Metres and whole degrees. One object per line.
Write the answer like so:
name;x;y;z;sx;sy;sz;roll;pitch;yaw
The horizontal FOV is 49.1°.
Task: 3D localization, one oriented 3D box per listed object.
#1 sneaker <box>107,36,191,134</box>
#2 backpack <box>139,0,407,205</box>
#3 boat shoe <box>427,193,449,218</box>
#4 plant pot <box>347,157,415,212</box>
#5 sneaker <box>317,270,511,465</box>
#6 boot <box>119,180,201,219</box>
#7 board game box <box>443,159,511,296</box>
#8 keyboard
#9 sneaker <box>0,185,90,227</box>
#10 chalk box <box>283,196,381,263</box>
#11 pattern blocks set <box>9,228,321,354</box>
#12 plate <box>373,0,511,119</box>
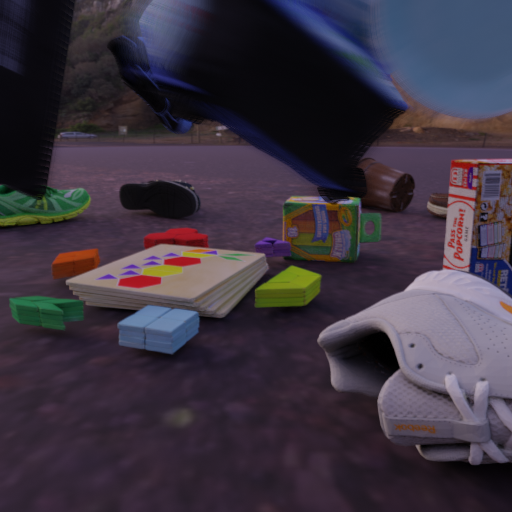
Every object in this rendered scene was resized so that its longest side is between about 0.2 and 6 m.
sneaker;-1.955;-3.052;10.102;0.705;2.009;0.783;-34;-3;37
backpack;0.173;-2.282;5.914;2.503;2.010;2.736;25;20;-31
boat shoe;5.164;-1.279;11.770;3.004;1.111;1.109;7;15;28
plant pot;3.004;-1.632;13.303;1.229;1.229;1.216;-11;24;-38
sneaker;1.562;0.896;3.230;1.425;1.173;3.098;-15;11;-26
boot;-1.828;-1.392;12.948;2.225;0.803;1.681;9;14;32
board game box;3.326;-0.312;6.636;2.192;1.660;0.507;-3;14;-16
keyboard;-2.665;-2.432;5.858;1.987;3.309;0.425;22;19;18
sneaker;-4.582;-1.214;11.599;0.950;1.071;2.564;11;17;41
chalk box;1.200;-0.433;8.722;1.460;0.908;0.904;2;14;13
pattern blocks set;-0.957;0.261;7.053;3.553;0.328;4.042;8;16;29
plate;1.493;-1.667;3.801;1.447;1.447;0.185;0;10;-2
